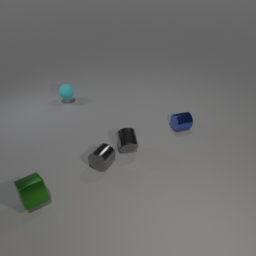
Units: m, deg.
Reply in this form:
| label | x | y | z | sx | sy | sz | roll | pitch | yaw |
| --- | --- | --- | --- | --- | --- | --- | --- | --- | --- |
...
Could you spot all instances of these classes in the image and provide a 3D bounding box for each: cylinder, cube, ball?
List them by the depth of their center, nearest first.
| label | x | y | z | sx | sy | sz | roll | pitch | yaw |
| --- | --- | --- | --- | --- | --- | --- | --- | --- | --- |
| cube | -2.757 | 1.798 | 8.026 | 0.700 | 0.700 | 0.700 | -23 | 21 | -27 |
| cylinder | -0.886 | 0.986 | 9.531 | 0.700 | 0.700 | 0.700 | 15 | 35 | 23 |
| cylinder | -0.023 | 0.447 | 10.175 | 0.700 | 0.700 | 0.700 | -6 | 60 | -10 |
| cylinder | 2.195 | -0.272 | 11.499 | 0.700 | 0.700 | 0.700 | -11 | 34 | -15 |
| ball | -2.917 | -1.722 | 13.307 | 0.700 | 0.700 | 0.700 | 0 | 33 | 0 |
